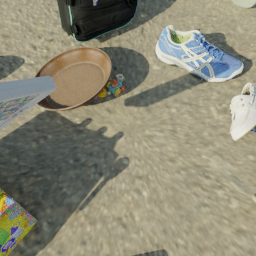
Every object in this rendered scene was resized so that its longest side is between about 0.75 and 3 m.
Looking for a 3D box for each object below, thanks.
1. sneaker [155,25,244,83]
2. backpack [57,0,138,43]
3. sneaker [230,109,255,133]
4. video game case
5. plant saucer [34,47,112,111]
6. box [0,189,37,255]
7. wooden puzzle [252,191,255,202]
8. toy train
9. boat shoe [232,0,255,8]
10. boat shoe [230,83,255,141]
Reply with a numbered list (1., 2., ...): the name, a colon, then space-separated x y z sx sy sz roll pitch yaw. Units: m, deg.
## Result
1. sneaker: 2.103 -2.202 8.337 2.717 1.046 1.029 20 60 10
2. backpack: -0.986 -4.123 8.747 2.505 2.202 1.920 -22 47 -18
3. sneaker: 3.447 -0.186 7.493 1.543 0.581 0.605 37 59 10
4. video game case: -2.341 0.025 3.603 0.269 2.070 2.274 63 31 -1
5. plant saucer: -1.554 -1.328 7.909 2.419 0.442 2.419 -10 52 12
6. box: -3.843 1.996 5.504 2.590 1.640 2.689 32 64 17
7. wooden puzzle: 4.142 1.699 6.395 2.124 0.492 1.967 -35 66 -24
8. toy train: -0.729 -1.356 8.238 1.266 0.352 0.951 -7 60 -3
9. boat shoe: 3.999 -5.346 10.302 0.862 0.844 2.420 -28 60 -11
10. boat shoe: 2.294 -0.382 5.601 0.584 0.596 1.684 44 46 0
